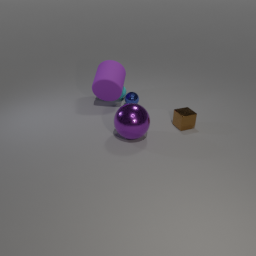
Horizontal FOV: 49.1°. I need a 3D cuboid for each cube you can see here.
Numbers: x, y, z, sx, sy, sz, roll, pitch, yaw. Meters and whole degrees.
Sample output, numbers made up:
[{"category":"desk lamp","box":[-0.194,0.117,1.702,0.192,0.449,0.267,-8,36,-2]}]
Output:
[{"category":"cube","box":[2.355,-0.386,11.697,0.700,0.700,0.700,-10,31,-20]}]

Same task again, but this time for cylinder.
[{"category":"cylinder","box":[-0.883,-2.230,13.227,1.400,1.400,1.400,4,51,7]}]

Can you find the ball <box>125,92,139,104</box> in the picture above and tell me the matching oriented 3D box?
[{"category":"ball","box":[0.187,-1.405,13.571,0.700,0.700,0.700,0,29,0]}]

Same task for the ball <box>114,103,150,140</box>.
[{"category":"ball","box":[0.153,-0.254,10.746,1.400,1.400,1.400,0,29,0]}]

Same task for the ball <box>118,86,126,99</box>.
[{"category":"ball","box":[-0.436,-1.847,14.228,0.700,0.700,0.700,0,29,0]}]
